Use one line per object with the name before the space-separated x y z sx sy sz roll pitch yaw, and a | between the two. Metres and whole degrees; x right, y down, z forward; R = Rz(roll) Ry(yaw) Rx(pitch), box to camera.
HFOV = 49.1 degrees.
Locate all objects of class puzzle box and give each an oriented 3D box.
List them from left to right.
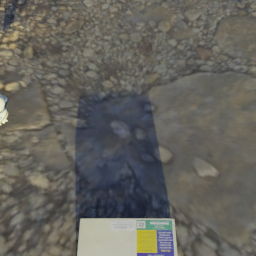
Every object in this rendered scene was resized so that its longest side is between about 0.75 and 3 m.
puzzle box | -0.009 2.404 5.367 1.919 0.244 1.277 0 58 0

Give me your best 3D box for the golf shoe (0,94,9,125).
golf shoe | -4.107 -0.352 6.358 2.533 1.231 0.992 -24 57 -2
